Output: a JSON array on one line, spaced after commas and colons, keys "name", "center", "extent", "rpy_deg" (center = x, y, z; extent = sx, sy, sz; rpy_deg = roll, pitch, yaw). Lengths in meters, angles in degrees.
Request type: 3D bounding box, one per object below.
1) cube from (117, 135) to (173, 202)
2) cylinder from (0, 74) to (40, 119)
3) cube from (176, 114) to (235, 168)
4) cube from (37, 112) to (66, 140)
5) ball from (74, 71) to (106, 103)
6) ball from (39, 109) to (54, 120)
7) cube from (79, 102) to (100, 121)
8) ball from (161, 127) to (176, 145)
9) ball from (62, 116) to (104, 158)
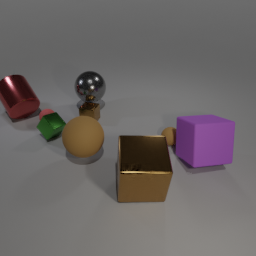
[{"name": "cube", "center": [0.410, 1.180, 8.145], "extent": [1.400, 1.400, 1.400], "rpy_deg": [1, 44, -5]}, {"name": "cylinder", "center": [-4.758, -1.337, 12.110], "extent": [1.400, 1.400, 1.400], "rpy_deg": [-25, 71, -34]}, {"name": "cube", "center": [2.526, 0.377, 9.356], "extent": [1.400, 1.400, 1.400], "rpy_deg": [-4, 13, -14]}, {"name": "cube", "center": [-2.959, -0.087, 10.859], "extent": [0.700, 0.700, 0.700], "rpy_deg": [48, 33, 11]}, {"name": "ball", "center": [-1.682, -1.832, 12.501], "extent": [1.400, 1.400, 1.400], "rpy_deg": [0, 31, 0]}, {"name": "ball", "center": [-3.380, -0.461, 11.807], "extent": [0.700, 0.700, 0.700], "rpy_deg": [0, 31, 0]}, {"name": "cube", "center": [-1.655, -0.651, 12.140], "extent": [0.700, 0.700, 0.700], "rpy_deg": [9, 32, 14]}, {"name": "ball", "center": [1.599, 0.309, 10.576], "extent": [0.700, 0.700, 0.700], "rpy_deg": [0, 31, 0]}, {"name": "ball", "center": [-1.493, 0.293, 9.377], "extent": [1.400, 1.400, 1.400], "rpy_deg": [0, 31, 0]}]
